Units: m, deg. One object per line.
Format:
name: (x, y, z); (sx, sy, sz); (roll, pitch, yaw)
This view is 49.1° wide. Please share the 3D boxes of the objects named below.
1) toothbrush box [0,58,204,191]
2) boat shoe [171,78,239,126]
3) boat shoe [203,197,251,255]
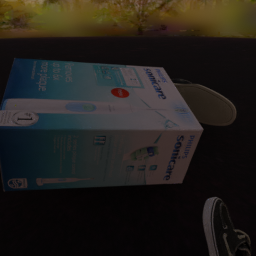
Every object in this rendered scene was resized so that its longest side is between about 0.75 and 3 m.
toothbrush box: (-0.542, -0.148, 4.909); (2.917, 1.244, 2.135); (2, 37, -14)
boat shoe: (1.962, -0.872, 8.051); (0.971, 1.031, 2.872); (-17, 29, -33)
boat shoe: (1.206, 1.405, 3.236); (0.434, 0.482, 1.364); (-32, 36, 33)
